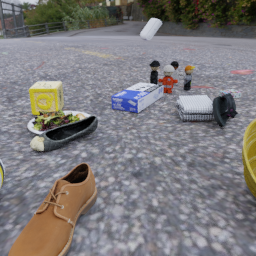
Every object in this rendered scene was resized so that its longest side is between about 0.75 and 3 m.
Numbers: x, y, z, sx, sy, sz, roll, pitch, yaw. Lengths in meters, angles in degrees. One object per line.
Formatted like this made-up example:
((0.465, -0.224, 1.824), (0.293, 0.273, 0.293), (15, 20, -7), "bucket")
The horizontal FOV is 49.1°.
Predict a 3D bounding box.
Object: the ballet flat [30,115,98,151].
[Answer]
((-2.077, 0.105, 9.254), (2.399, 0.682, 0.797), (-23, 56, -32), "ballet flat")

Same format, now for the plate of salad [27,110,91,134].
((-2.532, -0.330, 10.653), (2.490, 0.598, 2.490), (0, 24, 0), "plate of salad")

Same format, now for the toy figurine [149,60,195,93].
((2.416, -2.973, 15.684), (2.152, 1.521, 2.186), (-10, 25, -23), "toy figurine")

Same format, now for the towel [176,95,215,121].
((2.785, -0.813, 11.710), (1.355, 0.700, 1.636), (-2, 25, 0), "towel")

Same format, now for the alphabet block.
((-3.504, -1.317, 12.198), (1.195, 1.201, 1.223), (-1, 23, 0), "alphabet block")

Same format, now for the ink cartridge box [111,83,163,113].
((0.525, -1.514, 13.365), (1.366, 0.642, 2.905), (11, 25, 26), "ink cartridge box")

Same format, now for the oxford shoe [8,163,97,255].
((-1.454, 1.636, 5.533), (1.020, 1.020, 2.861), (7, 26, 13), "oxford shoe")

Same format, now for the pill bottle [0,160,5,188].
((-3.429, 1.457, 5.298), (1.484, 1.484, 2.649), (-3, 23, -7), "pill bottle")

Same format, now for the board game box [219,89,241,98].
((5.239, -1.751, 14.403), (0.881, 0.283, 0.650), (-9, 24, -18), "board game box")

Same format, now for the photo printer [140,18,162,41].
((0.996, -4.456, 12.740), (0.365, 1.051, 0.874), (32, 11, -28), "photo printer")

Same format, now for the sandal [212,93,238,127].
((4.007, -0.897, 11.174), (0.694, 1.090, 2.899), (-19, 9, 35), "sandal")

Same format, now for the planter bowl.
((3.448, 1.023, 6.280), (2.568, 1.070, 2.568), (8, 57, -12), "planter bowl")
